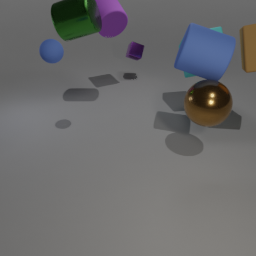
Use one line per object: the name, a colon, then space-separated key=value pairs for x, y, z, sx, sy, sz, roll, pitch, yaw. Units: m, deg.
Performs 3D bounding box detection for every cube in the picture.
cube: x=2.912 y=-2.919 z=10.986 sx=1.400 sy=1.400 sz=1.400 roll=-11 pitch=-3 yaw=-1
cube: x=4.370 y=-2.599 z=8.878 sx=1.400 sy=1.400 sz=1.400 roll=-5 pitch=14 yaw=19
cube: x=0.361 y=-4.020 z=14.680 sx=0.700 sy=0.700 sz=0.700 roll=14 pitch=-1 yaw=-16

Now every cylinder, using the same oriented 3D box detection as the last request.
cylinder: x=2.296 y=-2.283 z=8.526 sx=1.400 sy=1.400 sz=1.400 roll=19 pitch=33 yaw=1
cylinder: x=-0.903 y=-4.918 z=12.149 sx=1.400 sy=1.400 sz=1.400 roll=-15 pitch=62 yaw=-23
cylinder: x=-1.865 y=-4.061 z=10.294 sx=1.400 sy=1.400 sz=1.400 roll=-11 pitch=29 yaw=17

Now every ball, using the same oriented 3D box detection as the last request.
ball: x=2.369 y=-0.735 z=8.325 sx=1.400 sy=1.400 sz=1.400 roll=0 pitch=32 yaw=0
ball: x=-2.255 y=-2.262 z=8.262 sx=0.700 sy=0.700 sz=0.700 roll=0 pitch=32 yaw=0
